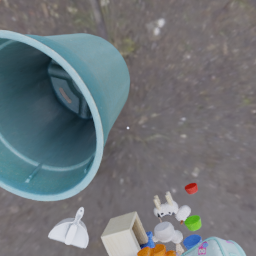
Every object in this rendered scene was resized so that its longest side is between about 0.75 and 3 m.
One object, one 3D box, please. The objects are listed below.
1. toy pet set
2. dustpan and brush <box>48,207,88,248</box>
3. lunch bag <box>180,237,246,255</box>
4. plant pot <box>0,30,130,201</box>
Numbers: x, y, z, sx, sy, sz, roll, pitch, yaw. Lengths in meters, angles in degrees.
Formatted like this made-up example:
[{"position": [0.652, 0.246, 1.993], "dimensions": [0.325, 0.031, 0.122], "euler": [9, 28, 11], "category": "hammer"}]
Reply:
[{"position": [0.489, 1.917, 4.509], "dimensions": [1.760, 1.885, 1.001], "euler": [-22, 97, 17], "category": "toy pet set"}, {"position": [-0.832, 1.517, 4.302], "dimensions": [0.627, 0.257, 0.898], "euler": [20, 107, -8], "category": "dustpan and brush"}, {"position": [0.844, 1.577, 2.551], "dimensions": [0.385, 0.999, 0.801], "euler": [24, 123, -28], "category": "lunch bag"}, {"position": [-1.049, -0.481, 4.355], "dimensions": [2.252, 2.206, 2.252], "euler": [7, 118, 15], "category": "plant pot"}]
